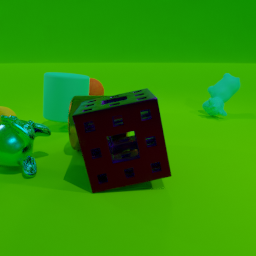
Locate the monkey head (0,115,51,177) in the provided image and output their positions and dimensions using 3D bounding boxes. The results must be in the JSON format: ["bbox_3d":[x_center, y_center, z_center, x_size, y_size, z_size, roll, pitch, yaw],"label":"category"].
[{"bbox_3d":[-2.131,0.295,5.497,1.602,0.966,1.153,26,9,30],"label":"monkey head"}]

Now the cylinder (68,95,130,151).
[{"bbox_3d":[-0.601,-0.109,6.382,1.258,1.258,1.258,0,14,2],"label":"cylinder"}]

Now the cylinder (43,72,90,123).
[{"bbox_3d":[-1.810,-0.915,8.229,1.287,1.287,1.287,5,14,-1],"label":"cylinder"}]

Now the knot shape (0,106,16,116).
[{"bbox_3d":[-3.385,-0.079,6.275,1.713,0.846,1.831,-3,0,-13],"label":"knot shape"}]

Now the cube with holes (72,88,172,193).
[{"bbox_3d":[-0.095,0.136,4.891,1.288,1.288,1.288,-12,15,0],"label":"cube with holes"}]

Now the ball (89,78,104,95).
[{"bbox_3d":[-1.214,-1.180,9.110,0.876,0.876,0.876,0,14,0],"label":"ball"}]

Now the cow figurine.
[{"bbox_3d":[3.363,-1.165,9.969,0.877,1.598,1.572,41,19,-12],"label":"cow figurine"}]
